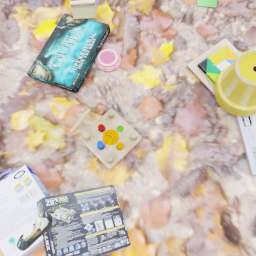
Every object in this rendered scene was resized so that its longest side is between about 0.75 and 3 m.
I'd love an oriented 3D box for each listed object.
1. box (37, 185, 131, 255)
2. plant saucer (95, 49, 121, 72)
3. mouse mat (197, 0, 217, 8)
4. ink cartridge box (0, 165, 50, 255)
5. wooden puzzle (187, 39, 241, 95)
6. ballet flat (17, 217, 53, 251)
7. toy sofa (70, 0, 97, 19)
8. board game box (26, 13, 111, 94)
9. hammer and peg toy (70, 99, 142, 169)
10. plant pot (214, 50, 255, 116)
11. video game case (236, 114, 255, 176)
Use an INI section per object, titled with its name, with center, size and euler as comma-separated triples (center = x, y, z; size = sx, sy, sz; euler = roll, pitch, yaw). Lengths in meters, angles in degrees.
[box]
center = -1.151, 2.601, 7.550
size = 2.244, 0.551, 1.809
euler = -3, 66, -38
[plant saucer]
center = -0.738, -2.521, 10.260
size = 0.955, 0.242, 0.955
euler = 0, 69, 1
[mouse mat]
center = 3.207, -5.171, 11.379
size = 0.824, 0.031, 0.663
euler = 6, 69, 4
[ink cartridge box]
center = -3.111, 2.252, 8.035
size = 1.690, 0.946, 2.477
euler = -35, 76, -14
[wooden puzzle]
center = 3.448, -2.157, 10.048
size = 2.020, 0.376, 1.869
euler = -34, 73, -12
[ballet flat]
center = -1.412, 1.573, 4.347
size = 0.255, 0.257, 0.750
euler = 17, 27, 14
[toy sofa]
center = -1.655, -5.216, 10.582
size = 0.917, 1.081, 2.215
euler = -3, 54, -1
[board game box]
center = -2.105, -2.791, 10.158
size = 1.964, 0.409, 2.904
euler = 19, 70, 14
[hammer and peg toy]
center = -0.794, 0.152, 8.992
size = 2.077, 0.733, 1.528
euler = 42, 76, 14
[plant pot]
center = 3.749, -1.466, 8.721
size = 1.798, 1.691, 1.798
euler = -2, 73, 6
[video game case]
center = 4.786, 0.236, 9.013
size = 2.128, 0.258, 2.337
euler = -9, 69, 8
